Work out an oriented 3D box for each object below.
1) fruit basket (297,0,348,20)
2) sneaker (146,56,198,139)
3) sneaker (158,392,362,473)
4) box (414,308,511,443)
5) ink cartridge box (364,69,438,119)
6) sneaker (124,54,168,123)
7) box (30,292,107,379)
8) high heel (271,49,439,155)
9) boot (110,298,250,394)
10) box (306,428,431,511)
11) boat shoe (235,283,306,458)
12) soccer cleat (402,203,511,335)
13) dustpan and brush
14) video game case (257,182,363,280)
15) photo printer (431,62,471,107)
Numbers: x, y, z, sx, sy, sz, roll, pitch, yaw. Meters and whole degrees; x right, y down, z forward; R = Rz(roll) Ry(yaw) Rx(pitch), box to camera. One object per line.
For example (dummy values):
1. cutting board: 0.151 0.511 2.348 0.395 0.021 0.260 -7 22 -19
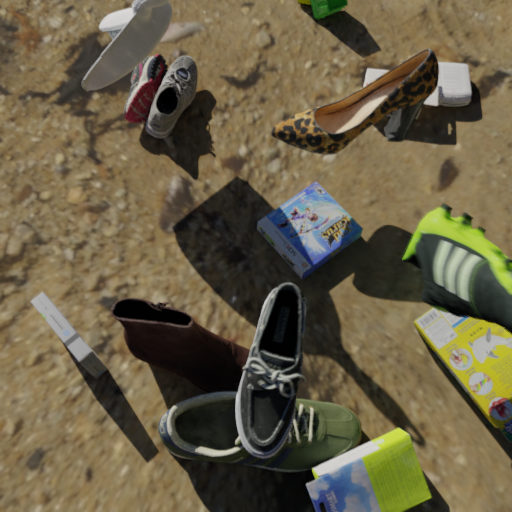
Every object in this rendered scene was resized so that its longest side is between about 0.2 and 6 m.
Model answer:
1. fruit basket: 1.574 -6.568 13.844 0.961 1.332 1.332 -26 67 -12
2. sneaker: -1.755 -3.610 12.377 0.786 0.862 2.103 21 70 -12
3. sneaker: 0.083 2.825 9.037 3.424 1.537 1.148 0 65 0
4. box: 4.179 1.793 9.825 1.512 0.623 2.577 -36 67 5
5. ink cartridge box: 3.243 -3.638 12.654 1.601 0.540 0.932 7 65 5
6. sneaker: -2.570 -3.737 12.679 0.681 0.735 1.824 2 59 26
7. box: -3.298 1.425 9.924 0.303 1.147 1.471 -39 71 -18
8. high heel: 1.755 -2.847 10.045 2.878 2.052 1.028 -7 59 -13
9. boot: -0.946 1.556 9.246 2.699 2.245 0.977 12 65 6
10. box: 1.769 3.707 9.016 1.861 0.443 1.135 -21 92 -10
11. boat shoe: 0.263 1.514 7.489 0.864 0.799 2.340 16 78 4
12. soccer cleat: 2.950 0.442 7.487 1.046 1.256 3.098 19 24 -20
13. dustpan and brush: -2.033 -4.046 9.606 3.294 0.943 2.299 15 72 50
14. video game case: 1.078 -0.542 11.288 1.593 0.362 1.444 -36 70 -16
15. photo printer: 4.452 -3.911 12.868 0.913 0.381 1.097 3 65 0
